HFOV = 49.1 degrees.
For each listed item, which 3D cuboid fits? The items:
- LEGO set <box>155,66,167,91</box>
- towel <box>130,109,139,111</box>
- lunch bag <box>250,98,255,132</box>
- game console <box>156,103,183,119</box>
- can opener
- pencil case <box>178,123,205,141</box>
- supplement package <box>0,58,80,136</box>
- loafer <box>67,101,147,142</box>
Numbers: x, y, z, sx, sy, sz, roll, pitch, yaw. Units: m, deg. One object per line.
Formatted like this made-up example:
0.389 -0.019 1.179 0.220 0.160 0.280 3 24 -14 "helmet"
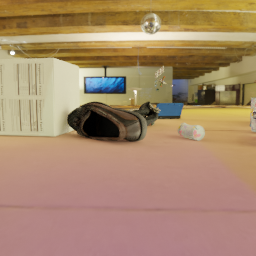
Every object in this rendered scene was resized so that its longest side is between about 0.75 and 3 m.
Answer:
1.474 -2.185 12.648 0.250 1.018 0.760 11 -19 -22 "LEGO set"
-0.554 -0.557 13.062 2.328 0.277 1.710 -3 11 40 "towel"
4.392 -0.371 8.544 0.841 1.122 1.323 -8 12 -42 "lunch bag"
2.072 -0.927 15.074 1.489 0.881 1.271 0 7 -11 "game console"
0.589 -0.379 10.871 0.941 1.167 2.969 40 15 5 "can opener"
1.694 0.086 7.549 0.377 0.411 0.906 -1 7 -16 "pencil case"
-3.261 -0.959 8.892 2.914 2.195 2.211 1 6 9 "supplement package"
-0.813 -0.152 7.393 2.792 1.003 0.879 9 14 41 "loafer"
